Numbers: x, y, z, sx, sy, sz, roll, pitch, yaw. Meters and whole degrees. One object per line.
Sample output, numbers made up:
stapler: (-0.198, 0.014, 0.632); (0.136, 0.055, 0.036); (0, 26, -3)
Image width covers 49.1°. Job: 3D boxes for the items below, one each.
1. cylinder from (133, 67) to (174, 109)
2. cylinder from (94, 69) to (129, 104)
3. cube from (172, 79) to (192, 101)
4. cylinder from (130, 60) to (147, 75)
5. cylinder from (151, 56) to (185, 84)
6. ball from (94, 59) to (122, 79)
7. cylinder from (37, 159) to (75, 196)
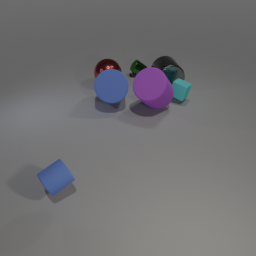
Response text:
cylinder: (1.071, -1.609, 11.597); (1.400, 1.400, 1.400); (15, -4, 23)
cylinder: (-0.730, -1.764, 12.070); (1.400, 1.400, 1.400); (-3, 6, -5)
cube: (2.374, -1.740, 12.702); (0.700, 0.700, 0.700); (29, 32, 19)
cylinder: (0.581, -3.279, 15.402); (0.700, 0.700, 0.700); (28, 21, -26)
cylinder: (1.967, -2.718, 14.025); (1.400, 1.400, 1.400); (-5, 34, -8)
ball: (-1.021, -2.799, 14.190); (1.400, 1.400, 1.400); (0, 32, 0)
cylinder: (-1.862, 1.274, 7.286); (0.700, 0.700, 0.700); (-36, 42, -13)
